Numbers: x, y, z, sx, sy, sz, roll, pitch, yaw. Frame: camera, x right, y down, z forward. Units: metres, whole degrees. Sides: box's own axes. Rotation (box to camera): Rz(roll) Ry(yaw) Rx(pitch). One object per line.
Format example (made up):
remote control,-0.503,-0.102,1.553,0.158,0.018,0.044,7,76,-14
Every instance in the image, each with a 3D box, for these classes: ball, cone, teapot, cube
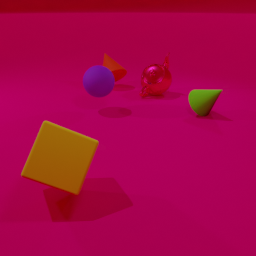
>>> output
ball,-0.939,-1.490,9.007,1.019,1.019,1.019,0,25,0
cone,-0.789,-2.684,11.883,1.167,1.172,1.167,-21,-12,-5
teapot,1.071,-1.969,10.693,1.226,1.971,0.965,34,-5,27
cube,-1.192,0.530,5.049,0.979,0.979,0.979,22,-8,-9
cone,2.554,-0.964,8.674,0.940,0.940,0.943,-20,-8,-37
